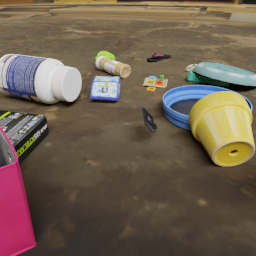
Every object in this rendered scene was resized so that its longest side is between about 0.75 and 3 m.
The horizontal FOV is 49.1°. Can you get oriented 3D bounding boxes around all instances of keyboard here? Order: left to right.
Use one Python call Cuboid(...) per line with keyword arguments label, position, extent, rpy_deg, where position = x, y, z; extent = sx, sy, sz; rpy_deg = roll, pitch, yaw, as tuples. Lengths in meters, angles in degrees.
Cuboid(label="keyboard", position=(0.572, -0.161, 7.367), extent=(0.121, 0.565, 0.940), rpy_deg=(-40, 21, 18))

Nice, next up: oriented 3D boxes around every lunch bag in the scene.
Cuboid(label="lunch bag", position=(-0.787, -1.360, 9.991), extent=(0.982, 0.736, 1.155), rpy_deg=(3, 40, 3))

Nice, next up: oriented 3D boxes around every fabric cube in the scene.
Cuboid(label="fabric cube", position=(-2.655, 1.104, 4.482), extent=(1.750, 1.744, 1.716), rpy_deg=(-18, 33, -29))

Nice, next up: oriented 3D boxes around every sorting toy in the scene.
Cuboid(label="sorting toy", position=(1.116, -1.904, 11.399), extent=(0.953, 0.231, 1.692), rpy_deg=(4, 30, 8))

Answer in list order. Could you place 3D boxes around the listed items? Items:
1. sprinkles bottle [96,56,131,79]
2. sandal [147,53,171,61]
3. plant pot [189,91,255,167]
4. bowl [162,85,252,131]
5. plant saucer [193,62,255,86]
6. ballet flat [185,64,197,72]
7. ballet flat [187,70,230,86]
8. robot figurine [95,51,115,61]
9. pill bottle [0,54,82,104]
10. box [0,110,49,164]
Cuboid(label="sprinkles bottle", position=(-0.680, -2.702, 12.433), extent=(0.623, 0.623, 1.826), rpy_deg=(-23, 37, -35))
Cuboid(label="sandal", position=(1.592, -3.744, 14.558), extent=(1.596, 0.360, 0.599), rpy_deg=(-22, 36, -34))
Cuboid(label="plant pot", position=(2.329, 0.110, 6.730), extent=(1.482, 1.482, 1.395), rpy_deg=(-1, 46, -3))
Cuboid(label="bowl", position=(2.427, -0.636, 8.828), extent=(2.706, 0.531, 2.706), rpy_deg=(0, 29, 0))
Cuboid(label="plant saucer", position=(3.999, -2.255, 11.353), extent=(2.687, 0.368, 2.687), rpy_deg=(8, 22, -3))
Cuboid(label="ballet flat", position=(3.049, -2.786, 12.913), extent=(0.881, 0.296, 0.300), rpy_deg=(-13, 32, -23))
Cuboid(label="ballet flat", position=(3.269, -2.090, 11.344), extent=(1.736, 0.611, 0.584), rpy_deg=(9, 30, 15))
Cuboid(label="robot figurine", position=(-1.082, -3.363, 13.591), extent=(0.985, 0.649, 1.122), rpy_deg=(-20, 35, -31))
Cuboid(label="pill bottle", position=(-3.045, -1.660, 9.639), extent=(2.729, 1.514, 1.514), rpy_deg=(12, 31, 22))
Cuboid(label="box", position=(-3.774, 0.374, 6.939), extent=(2.616, 0.643, 2.708), rpy_deg=(4, 30, 12))
